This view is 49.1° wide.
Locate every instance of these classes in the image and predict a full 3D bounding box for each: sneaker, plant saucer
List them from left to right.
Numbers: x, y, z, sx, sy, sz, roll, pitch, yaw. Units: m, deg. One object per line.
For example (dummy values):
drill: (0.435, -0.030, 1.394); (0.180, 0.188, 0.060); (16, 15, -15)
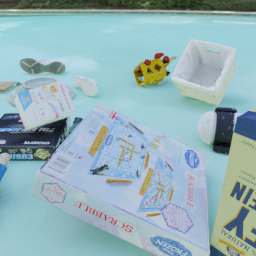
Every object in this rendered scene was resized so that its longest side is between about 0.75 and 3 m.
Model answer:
plant saucer: (-3.541, -1.577, 11.516); (2.701, 0.678, 2.701); (0, 27, 0)
sneaker: (-4.424, -3.239, 14.751); (2.421, 0.851, 0.970); (6, 20, -3)
sneaker: (-1.637, -1.889, 12.226); (0.838, 0.713, 1.895); (1, 23, -35)

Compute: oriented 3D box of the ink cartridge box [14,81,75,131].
ink cartridge box: (-2.207, -0.635, 7.708); (1.454, 0.934, 0.910); (-23, 3, -28)

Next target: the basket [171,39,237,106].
basket: (2.955, -2.066, 10.719); (1.858, 1.875, 1.508); (24, -9, 30)

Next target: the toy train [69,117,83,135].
toy train: (-1.539, 0.070, 8.310); (0.354, 0.474, 0.831); (10, 51, 10)

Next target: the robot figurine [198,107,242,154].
robot figurine: (2.823, 0.048, 7.995); (1.601, 0.999, 1.203); (6, 25, 12)

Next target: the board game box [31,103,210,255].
board game box: (0.151, 0.864, 5.663); (2.953, 0.609, 2.960); (26, 30, 1)

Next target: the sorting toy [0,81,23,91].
sorting toy: (-5.491, -1.849, 12.499); (1.721, 0.253, 1.272); (1, 22, 9)

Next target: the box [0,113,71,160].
box: (-2.938, 0.182, 8.245); (2.144, 0.533, 2.128); (0, 26, 1)

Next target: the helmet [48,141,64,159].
helmet: (-1.270, 0.900, 6.229); (1.022, 1.072, 1.072); (31, 30, -2)

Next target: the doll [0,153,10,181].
doll: (-3.280, 1.078, 6.049); (1.733, 0.616, 2.540); (-33, 41, -5)

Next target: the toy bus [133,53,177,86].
toy bus: (1.305, -2.605, 13.064); (2.075, 1.072, 1.958); (-21, -6, 22)

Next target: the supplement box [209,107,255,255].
supplement box: (2.935, 0.902, 4.373); (2.701, 2.704, 1.815); (-23, 35, -37)
